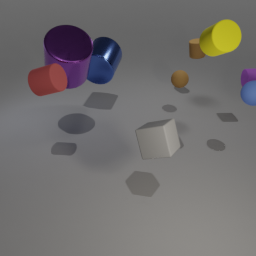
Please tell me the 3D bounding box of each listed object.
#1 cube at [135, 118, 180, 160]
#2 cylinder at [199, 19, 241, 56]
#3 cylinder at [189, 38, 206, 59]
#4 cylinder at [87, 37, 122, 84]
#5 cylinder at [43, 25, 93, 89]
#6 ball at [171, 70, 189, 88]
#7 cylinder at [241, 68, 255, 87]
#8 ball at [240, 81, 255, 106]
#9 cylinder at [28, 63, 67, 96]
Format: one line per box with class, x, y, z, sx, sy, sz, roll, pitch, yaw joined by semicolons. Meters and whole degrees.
cube;0.682;0.243;6.292;0.700;0.700;0.700;-9;11;30
cylinder;2.106;-2.052;6.448;0.700;0.700;0.700;-6;7;-9
cylinder;3.043;-3.485;12.294;0.700;0.700;0.700;-7;32;4
cylinder;-1.076;-2.726;11.336;1.400;1.400;1.400;8;47;12
cylinder;-1.846;-2.146;8.598;1.400;1.400;1.400;6;64;-12
ball;2.067;-1.952;11.171;0.700;0.700;0.700;0;32;0
cylinder;4.520;-1.778;10.041;0.700;0.700;0.700;-2;32;1
ball;3.515;-0.970;7.815;0.700;0.700;0.700;0;32;0
cylinder;-2.013;-1.203;7.043;0.700;0.700;0.700;-9;27;23
